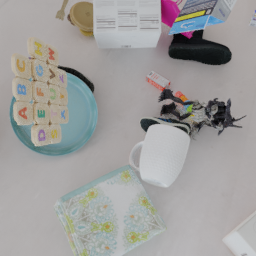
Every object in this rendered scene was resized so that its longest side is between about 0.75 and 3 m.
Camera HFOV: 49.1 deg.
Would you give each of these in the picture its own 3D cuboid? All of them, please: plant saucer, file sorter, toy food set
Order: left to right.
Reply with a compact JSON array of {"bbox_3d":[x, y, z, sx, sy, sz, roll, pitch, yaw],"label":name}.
[{"bbox_3d":[-2.469,-0.485,9.493,2.867,0.393,2.867,-1,95,-10],"label":"plant saucer"},{"bbox_3d":[-1.843,-4.862,12.468,2.436,0.489,1.682,18,67,-13],"label":"toy food set"},{"bbox_3d":[2.068,-5.091,11.277,1.501,1.664,2.394,-41,44,5],"label":"file sorter"}]

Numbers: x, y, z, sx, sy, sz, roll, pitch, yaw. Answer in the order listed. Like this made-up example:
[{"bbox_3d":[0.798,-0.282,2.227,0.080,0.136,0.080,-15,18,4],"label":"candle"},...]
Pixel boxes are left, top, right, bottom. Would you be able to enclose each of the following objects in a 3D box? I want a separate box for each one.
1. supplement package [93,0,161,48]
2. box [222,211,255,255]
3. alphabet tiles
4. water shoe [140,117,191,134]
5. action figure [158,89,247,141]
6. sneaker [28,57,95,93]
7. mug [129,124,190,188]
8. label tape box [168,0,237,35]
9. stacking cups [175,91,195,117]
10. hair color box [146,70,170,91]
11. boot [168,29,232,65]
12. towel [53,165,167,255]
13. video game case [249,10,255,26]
[{"bbox_3d":[-0.040,-4.162,11.241,2.521,1.964,1.398,-1,90,-1],"label":"supplement package"},{"bbox_3d":[4.313,2.860,7.708,2.725,1.328,1.695,-31,64,-16],"label":"box"},{"bbox_3d":[-2.109,-0.889,7.251,0.193,2.588,2.646,-2,90,14],"label":"alphabet tiles"},{"bbox_3d":[1.306,-0.036,9.925,1.800,0.643,0.710,15,23,19],"label":"water shoe"},{"bbox_3d":[2.404,-0.367,9.509,2.822,1.677,1.440,20,51,22],"label":"action figure"},{"bbox_3d":[-2.648,-2.089,10.759,2.948,1.116,1.291,19,25,-8],"label":"sneaker"},{"bbox_3d":[0.878,0.925,8.955,1.903,1.405,1.668,3,63,36],"label":"mug"},{"bbox_3d":[2.385,-3.627,8.648,1.516,0.700,2.117,14,73,55],"label":"label tape box"},{"bbox_3d":[2.250,-0.852,10.485,0.400,0.400,1.322,-25,58,-14],"label":"stacking cups"},{"bbox_3d":[1.186,-1.871,11.096,0.890,0.272,0.452,37,67,18],"label":"hair color box"},{"bbox_3d":[3.098,-3.867,11.823,2.635,1.006,2.214,10,64,13],"label":"boot"},{"bbox_3d":[-0.581,2.606,8.291,2.702,0.651,2.313,-25,66,-14],"label":"towel"},{"bbox_3d":[5.975,-4.908,12.612,0.799,0.724,0.181,11,60,6],"label":"video game case"}]
